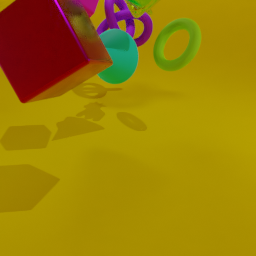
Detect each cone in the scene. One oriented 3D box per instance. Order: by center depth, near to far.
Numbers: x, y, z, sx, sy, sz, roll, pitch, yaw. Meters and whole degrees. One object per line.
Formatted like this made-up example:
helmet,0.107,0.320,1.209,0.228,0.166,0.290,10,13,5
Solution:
cone,-0.699,-1.772,6.957,1.452,1.452,1.457,14,18,24

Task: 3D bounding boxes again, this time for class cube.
cube,-1.113,-1.187,4.147,1.166,1.166,1.166,-27,4,17
cube,-1.229,-2.761,5.649,1.052,1.052,1.052,27,-24,-30

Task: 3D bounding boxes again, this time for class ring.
ring,1.274,-2.217,7.461,0.293,1.466,1.466,17,11,-44

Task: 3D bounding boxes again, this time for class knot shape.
knot shape,-0.250,-3.783,9.905,2.087,1.953,0.964,-20,9,-17

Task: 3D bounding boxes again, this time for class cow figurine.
cow figurine,0.503,-3.467,7.422,1.422,0.781,1.399,-23,14,39

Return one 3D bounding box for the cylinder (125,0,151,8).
cylinder,0.115,-3.216,6.181,0.806,0.806,0.806,15,13,-42
